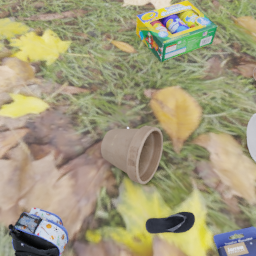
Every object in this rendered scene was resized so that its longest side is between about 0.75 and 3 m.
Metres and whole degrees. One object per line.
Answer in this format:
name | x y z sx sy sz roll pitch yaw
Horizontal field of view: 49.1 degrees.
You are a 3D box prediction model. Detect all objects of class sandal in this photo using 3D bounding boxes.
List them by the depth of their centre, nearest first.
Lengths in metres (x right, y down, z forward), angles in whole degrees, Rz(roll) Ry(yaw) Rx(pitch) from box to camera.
sandal | 0.976 2.145 6.289 1.162 0.249 0.442 -10 55 -7

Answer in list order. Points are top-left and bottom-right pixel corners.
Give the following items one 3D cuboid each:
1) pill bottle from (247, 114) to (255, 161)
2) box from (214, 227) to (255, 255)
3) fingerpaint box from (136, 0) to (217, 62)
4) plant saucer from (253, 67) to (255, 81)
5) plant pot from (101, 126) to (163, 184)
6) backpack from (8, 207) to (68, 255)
pill bottle | 4.430 0.200 7.018 2.416 1.362 1.362 -3 54 -2
box | 2.557 2.944 5.698 1.070 0.286 1.767 -10 53 -7
fingerpaint box | 1.694 -3.554 10.091 2.235 0.820 1.865 -22 57 -15
plant saucer | 4.611 -1.588 9.032 1.197 0.219 1.197 0 53 0
plant pot | 0.032 0.549 6.880 1.219 1.398 1.398 13 54 27
backpack | -1.780 2.257 5.786 1.078 1.131 0.872 21 43 10
